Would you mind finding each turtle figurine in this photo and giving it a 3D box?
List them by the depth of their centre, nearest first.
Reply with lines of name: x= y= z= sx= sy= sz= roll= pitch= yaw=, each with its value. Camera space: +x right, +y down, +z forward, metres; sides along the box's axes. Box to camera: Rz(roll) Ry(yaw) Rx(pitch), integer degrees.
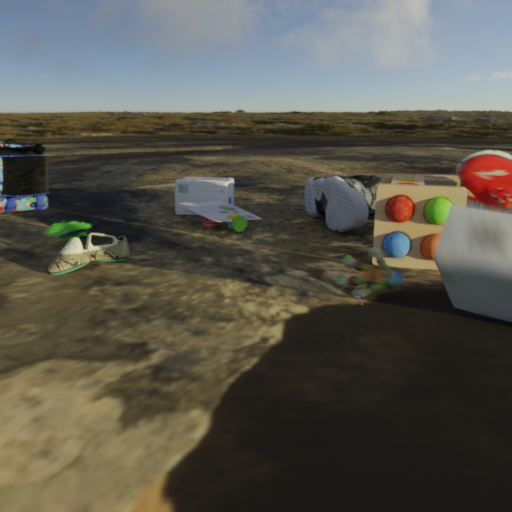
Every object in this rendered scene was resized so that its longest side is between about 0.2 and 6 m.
turtle figurine: x=1.481 y=0.221 z=7.873 sx=0.941 sy=0.677 sz=0.912 roll=-11 pitch=11 yaw=-34

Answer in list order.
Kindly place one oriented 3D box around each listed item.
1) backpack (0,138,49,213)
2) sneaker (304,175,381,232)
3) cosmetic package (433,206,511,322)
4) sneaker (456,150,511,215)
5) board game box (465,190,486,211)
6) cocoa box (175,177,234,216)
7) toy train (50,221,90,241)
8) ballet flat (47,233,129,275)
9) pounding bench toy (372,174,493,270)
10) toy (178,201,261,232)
backpack: x=-6.804 y=-1.978 z=13.961 sx=2.637 sy=1.774 sz=2.408 roll=-12 pitch=20 yaw=-41
sneaker: x=2.271 y=-1.293 z=12.601 sx=1.734 sy=1.150 sz=3.047 roll=-6 pitch=14 yaw=-12
cosmetic package: x=2.738 y=0.155 z=6.498 sx=0.979 sy=0.704 sz=1.736 roll=13 pitch=-17 yaw=33
sneaker: x=4.248 y=-0.855 z=9.218 sx=2.266 sy=0.873 sz=0.962 roll=35 pitch=38 yaw=-17
board game box: x=5.881 y=-1.095 z=12.866 sx=2.785 sy=0.645 sz=2.110 roll=-5 pitch=16 yaw=-18
cocoa box: x=-1.259 y=-1.478 z=13.856 sx=1.309 sy=0.873 sz=0.859 roll=3 pitch=16 yaw=12
toy train: x=-3.614 y=-0.520 z=10.913 sx=0.376 sy=0.279 sz=1.335 roll=28 pitch=7 yaw=-1
ballet flat: x=-2.814 y=-0.096 z=9.391 sx=1.478 sy=0.557 sz=0.501 roll=-14 pitch=21 yaw=-41
pounding bench toy: x=3.209 y=-0.594 z=9.634 sx=2.236 sy=1.389 sz=1.744 roll=4 pitch=16 yaw=14
toy: x=-0.837 y=-0.838 z=12.339 sx=1.107 sy=0.454 sz=1.923 roll=-7 pitch=16 yaw=-32
